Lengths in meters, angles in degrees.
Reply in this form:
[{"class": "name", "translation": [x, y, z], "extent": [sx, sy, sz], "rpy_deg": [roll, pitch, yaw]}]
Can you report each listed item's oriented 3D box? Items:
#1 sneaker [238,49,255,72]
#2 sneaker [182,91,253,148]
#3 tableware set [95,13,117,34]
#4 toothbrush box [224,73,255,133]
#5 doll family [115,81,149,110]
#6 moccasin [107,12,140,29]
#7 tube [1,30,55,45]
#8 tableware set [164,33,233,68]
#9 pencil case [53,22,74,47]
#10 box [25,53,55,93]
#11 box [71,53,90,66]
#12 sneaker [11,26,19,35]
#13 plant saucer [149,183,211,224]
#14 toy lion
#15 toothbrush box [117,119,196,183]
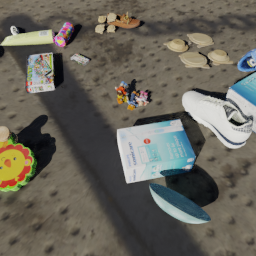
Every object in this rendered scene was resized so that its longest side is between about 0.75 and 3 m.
[{"class": "sneaker", "translation": [5.338, -2.790, 10.905], "extent": [1.053, 2.559, 0.946], "rpy_deg": [-30, 92, -16]}, {"class": "sneaker", "translation": [3.062, -0.593, 9.714], "extent": [1.080, 1.138, 2.827], "rpy_deg": [-33, 56, -22]}, {"class": "tableware set", "translation": [-1.080, -5.160, 13.829], "extent": [0.986, 0.137, 1.180], "rpy_deg": [4, 76, 13]}, {"class": "toothbrush box", "translation": [5.017, -1.083, 10.144], "extent": [2.471, 1.054, 1.809], "rpy_deg": [-30, 57, -22]}, {"class": "doll family", "translation": [0.071, -1.088, 10.566], "extent": [1.374, 0.619, 0.853], "rpy_deg": [24, 45, -3]}, {"class": "moccasin", "translation": [-0.217, -5.408, 13.953], "extent": [1.697, 0.655, 0.621], "rpy_deg": [19, 53, 15]}, {"class": "tube", "translation": [-4.623, -4.148, 13.035], "extent": [2.376, 0.689, 0.617], "rpy_deg": [-5, 88, -1]}, {"class": "tableware set", "translation": [3.101, -3.471, 12.520], "extent": [2.436, 0.338, 2.916], "rpy_deg": [-12, 46, -17]}, {"class": "pencil case", "translation": [-3.014, -4.417, 13.209], "extent": [0.600, 0.600, 1.358], "rpy_deg": [11, 49, 9]}, {"class": "box", "translation": [-3.622, -2.309, 11.608], "extent": [1.125, 0.355, 2.044], "rpy_deg": [-9, 51, -7]}, {"class": "box", "translation": [-2.104, -3.010, 12.328], "extent": [0.760, 0.132, 0.418], "rpy_deg": [29, 56, 22]}, {"class": "sneaker", "translation": [-5.500, -4.758, 13.610], "extent": [0.358, 0.377, 0.936], "rpy_deg": [-24, 53, -16]}, {"class": "plant saucer", "translation": [1.297, 2.073, 7.443], "extent": [1.811, 1.811, 0.349], "rpy_deg": [29, 95, 22]}, {"class": "toy lion", "translation": [-3.948, 1.108, 8.590], "extent": [2.075, 0.712, 1.989], "rpy_deg": [-28, 69, -9]}, {"class": "toothbrush box", "translation": [0.815, 0.700, 8.796], "extent": [2.104, 0.897, 1.540], "rpy_deg": [-9, 51, -6]}]
